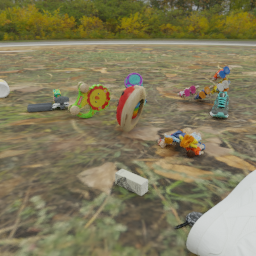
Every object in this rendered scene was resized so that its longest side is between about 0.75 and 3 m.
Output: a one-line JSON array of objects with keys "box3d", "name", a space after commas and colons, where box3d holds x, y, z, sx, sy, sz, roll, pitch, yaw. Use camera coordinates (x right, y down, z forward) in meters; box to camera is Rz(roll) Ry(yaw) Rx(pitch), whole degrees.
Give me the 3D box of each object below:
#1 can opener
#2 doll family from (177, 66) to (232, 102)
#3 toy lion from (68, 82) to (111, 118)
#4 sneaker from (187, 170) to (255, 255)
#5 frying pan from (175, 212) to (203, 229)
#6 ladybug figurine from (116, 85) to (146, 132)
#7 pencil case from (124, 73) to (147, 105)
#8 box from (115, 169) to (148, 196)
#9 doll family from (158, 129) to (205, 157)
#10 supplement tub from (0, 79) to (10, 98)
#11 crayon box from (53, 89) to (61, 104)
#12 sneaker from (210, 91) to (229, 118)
[{"box3d": [-3.493, -1.083, 12.326, 1.813, 0.606, 0.484, -6, 22, -14], "name": "can opener"}, {"box3d": [3.729, -1.745, 13.034, 2.685, 1.210, 1.667, -27, 1, 10], "name": "doll family"}, {"box3d": [-1.477, -1.093, 11.337, 1.467, 1.531, 0.526, 22, 6, -30], "name": "toy lion"}, {"box3d": [2.509, 1.722, 4.936, 2.735, 1.007, 1.580, -27, 35, -32], "name": "sneaker"}, {"box3d": [1.262, 1.845, 5.672, 0.729, 0.119, 0.441, 2, 21, -5], "name": "frying pan"}, {"box3d": [0.059, -0.711, 9.563, 0.661, 1.838, 1.248, 29, 39, 18], "name": "ladybug figurine"}, {"box3d": [0.328, -1.457, 11.490, 0.752, 1.767, 0.816, -24, 63, -2], "name": "pencil case"}, {"box3d": [0.079, 1.297, 6.729, 0.818, 0.336, 0.280, 16, 27, 37], "name": "box"}, {"box3d": [1.601, 0.351, 8.594, 1.553, 0.700, 0.964, 17, 27, 37], "name": "doll family"}, {"box3d": [-6.642, -2.077, 14.535, 0.823, 0.823, 1.132, -11, 25, -27], "name": "supplement tub"}, {"box3d": [-3.317, -1.408, 13.121, 0.308, 0.628, 1.058, -7, 22, -17], "name": "crayon box"}, {"box3d": [3.906, -1.031, 11.827, 0.751, 0.883, 1.936, 6, 23, 15], "name": "sneaker"}]
